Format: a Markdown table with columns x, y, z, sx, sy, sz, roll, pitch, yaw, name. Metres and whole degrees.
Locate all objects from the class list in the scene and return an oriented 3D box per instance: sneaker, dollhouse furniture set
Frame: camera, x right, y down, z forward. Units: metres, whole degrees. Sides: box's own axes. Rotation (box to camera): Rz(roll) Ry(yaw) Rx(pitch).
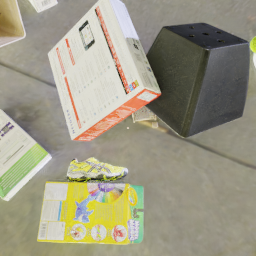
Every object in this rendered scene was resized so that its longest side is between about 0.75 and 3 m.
| x | y | z | sx | sy | sz | roll | pitch | yaw | name |
| --- | --- | --- | --- | --- | --- | --- | --- | --- | --- |
| -0.801 | 1.072 | 7.364 | 1.597 | 0.602 | 0.610 | 0 | 68 | -2 | sneaker |
| 0.267 | -0.593 | 8.053 | 1.044 | 0.598 | 1.224 | -8 | 67 | -3 | dollhouse furniture set |

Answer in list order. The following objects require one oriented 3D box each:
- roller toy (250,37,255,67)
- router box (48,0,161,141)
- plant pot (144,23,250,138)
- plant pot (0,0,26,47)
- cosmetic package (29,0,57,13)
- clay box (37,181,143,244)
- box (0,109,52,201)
| x | y | z | sx | sy | sz | roll | pitch | yaw | name |
| --- | --- | --- | --- | --- | --- | --- | --- | --- | --- |
| 4.867 | -2.292 | 8.347 | 1.934 | 1.351 | 1.764 | -8 | 68 | -3 | roller toy |
| -0.797 | -1.502 | 7.364 | 2.598 | 0.707 | 2.895 | -32 | 67 | 32 | router box |
| 1.680 | -1.389 | 6.974 | 2.213 | 1.963 | 2.208 | -16 | 43 | -31 | plant pot |
| -4.595 | -3.543 | 8.488 | 1.655 | 1.870 | 1.867 | 23 | 45 | 28 | plant pot |
| -3.248 | -4.908 | 9.863 | 0.824 | 0.557 | 1.567 | -33 | 71 | -13 | cosmetic package |
| -0.857 | 2.100 | 6.934 | 2.461 | 0.586 | 1.414 | 2 | 67 | 1 | clay box |
| -3.441 | 0.644 | 7.659 | 2.230 | 0.405 | 1.609 | 39 | 73 | 16 | box |
